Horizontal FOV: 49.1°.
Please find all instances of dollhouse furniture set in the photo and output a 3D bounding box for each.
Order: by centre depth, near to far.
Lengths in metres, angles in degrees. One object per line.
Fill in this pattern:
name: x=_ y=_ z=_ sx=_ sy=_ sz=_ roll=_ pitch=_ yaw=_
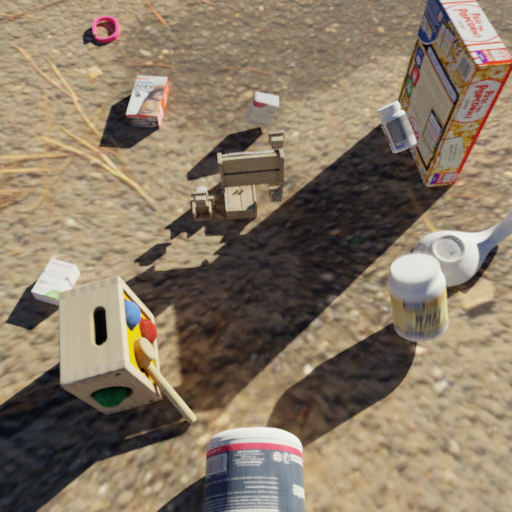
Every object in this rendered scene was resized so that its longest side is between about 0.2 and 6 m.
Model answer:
dollhouse furniture set: x=-0.451 y=-1.791 z=10.851 sx=1.879 sy=2.204 sz=1.076 roll=-5 pitch=57 yaw=-2

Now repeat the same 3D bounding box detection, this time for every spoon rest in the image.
spoon rest: x=4.182 y=-0.243 z=10.864 sx=2.407 sy=0.729 sz=1.196 roll=-29 pitch=60 yaw=-2

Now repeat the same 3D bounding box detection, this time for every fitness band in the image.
fitness band: x=-3.963 y=-5.981 z=14.762 sx=0.689 sy=0.180 sz=0.959 roll=-10 pitch=59 yaw=-7

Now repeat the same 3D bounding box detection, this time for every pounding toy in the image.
pounding toy: x=-2.045 y=1.662 z=8.990 sx=1.442 sy=1.867 sz=2.028 roll=-16 pitch=58 yaw=4

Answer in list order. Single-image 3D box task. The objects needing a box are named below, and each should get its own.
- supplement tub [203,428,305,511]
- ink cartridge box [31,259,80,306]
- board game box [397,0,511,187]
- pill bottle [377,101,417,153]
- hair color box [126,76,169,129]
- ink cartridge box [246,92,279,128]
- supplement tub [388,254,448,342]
supplement tub: x=-0.026 y=3.584 z=7.836 sx=1.435 sy=1.435 sz=2.044 roll=0 pitch=57 yaw=0
ink cartridge box: x=-3.742 y=0.498 z=10.488 sx=0.557 sy=0.322 sz=0.765 roll=15 pitch=58 yaw=9
board game box: x=3.770 y=-3.308 z=11.265 sx=0.728 sy=3.143 sz=2.381 roll=-7 pitch=58 yaw=-7
pill bottle: x=2.343 y=-2.154 z=9.365 sx=0.437 sy=0.437 sz=0.768 roll=-30 pitch=103 yaw=-18
hair color box: x=-2.520 y=-3.605 z=13.079 sx=0.745 sy=0.430 sz=1.344 roll=4 pitch=58 yaw=2
ink cartridge box: x=0.129 y=-3.251 z=12.479 sx=0.545 sy=0.748 sz=0.310 roll=8 pitch=63 yaw=-15
supplement tub: x=2.765 y=0.713 z=9.572 sx=0.933 sy=1.292 sz=0.933 roll=-12 pitch=30 yaw=7
